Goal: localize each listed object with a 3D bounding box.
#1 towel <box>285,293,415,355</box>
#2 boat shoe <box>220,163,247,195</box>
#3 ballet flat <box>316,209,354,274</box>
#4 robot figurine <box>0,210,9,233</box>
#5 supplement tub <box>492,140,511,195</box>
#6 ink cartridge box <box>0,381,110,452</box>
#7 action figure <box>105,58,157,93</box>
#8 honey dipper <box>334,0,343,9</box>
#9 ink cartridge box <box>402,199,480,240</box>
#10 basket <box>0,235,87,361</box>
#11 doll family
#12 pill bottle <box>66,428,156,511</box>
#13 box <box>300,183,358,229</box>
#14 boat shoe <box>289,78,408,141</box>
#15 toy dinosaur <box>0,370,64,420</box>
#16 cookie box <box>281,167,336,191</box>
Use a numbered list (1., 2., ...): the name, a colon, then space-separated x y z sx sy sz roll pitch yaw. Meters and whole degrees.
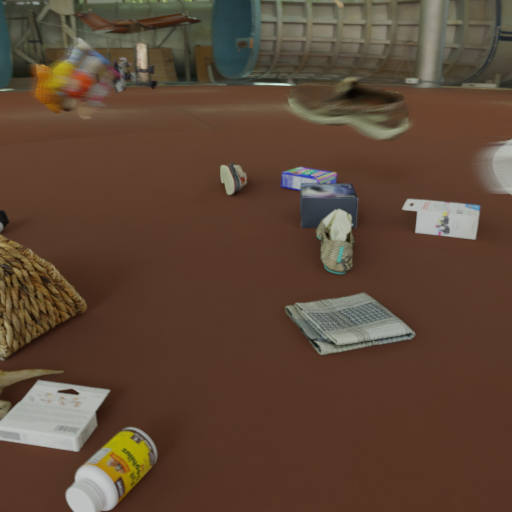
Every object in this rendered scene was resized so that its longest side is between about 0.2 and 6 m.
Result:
1. towel: 1.298 0.914 8.117 1.463 0.253 1.408 -8 23 -17
2. boat shoe: -0.564 -2.109 15.153 0.628 0.715 2.008 -1 17 -9
3. ballet flat: 1.564 -0.416 10.644 0.746 0.828 2.200 12 22 0
4. robot figurine: -5.675 -0.692 11.694 0.565 0.681 0.906 36 37 27
5. supplement tub: 3.359 -1.189 6.384 1.071 0.776 0.776 -38 31 -7
6. ink cartridge box: -2.179 1.732 6.126 0.923 0.206 0.813 5 23 11
7. action figure: -2.910 -4.045 12.572 1.277 0.759 0.652 4 10 12
8. honey dipper: 1.666 -5.450 11.903 0.201 0.201 1.056 -3 42 -9
9. ink cartridge box: 3.955 -0.809 12.050 1.537 0.521 0.885 9 23 21
10. basket: -3.817 0.249 8.013 2.186 1.560 1.629 11 25 25
11. doll family: -2.740 -2.593 8.345 0.800 1.102 1.776 40 4 -8
12. pill bottle: -1.324 1.991 5.142 0.455 0.455 0.834 11 24 25
13. box: 1.612 -1.150 12.611 1.230 0.758 1.220 1 23 2
14. boat shoe: 2.077 -3.627 12.807 2.975 1.101 1.099 21 59 24
15. toy dinosaur: -3.060 1.484 6.397 1.673 0.487 0.846 -9 22 -21
16. cookie box: 1.442 -2.075 15.317 1.178 0.443 1.008 16 25 33
